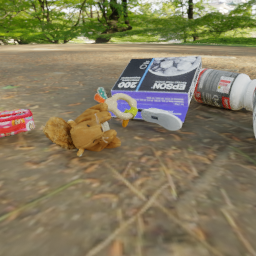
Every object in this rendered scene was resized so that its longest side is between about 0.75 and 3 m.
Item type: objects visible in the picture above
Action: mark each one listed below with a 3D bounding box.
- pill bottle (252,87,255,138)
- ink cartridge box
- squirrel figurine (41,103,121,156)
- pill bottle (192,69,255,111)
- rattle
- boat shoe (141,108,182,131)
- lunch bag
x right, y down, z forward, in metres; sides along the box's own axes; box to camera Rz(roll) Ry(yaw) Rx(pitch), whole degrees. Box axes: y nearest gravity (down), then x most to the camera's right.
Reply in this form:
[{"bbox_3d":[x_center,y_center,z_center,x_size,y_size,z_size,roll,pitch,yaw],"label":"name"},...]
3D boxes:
[{"bbox_3d":[3.938,-0.264,6.715,1.729,1.729,2.984,7,30,19],"label":"pill bottle"},{"bbox_3d":[0.903,-1.452,9.712,2.788,0.611,2.815,5,50,26],"label":"ink cartridge box"},{"bbox_3d":[-1.101,0.167,6.476,1.670,1.182,1.559,-10,9,9],"label":"squirrel figurine"},{"bbox_3d":[3.717,-1.417,10.468,2.338,1.354,1.354,20,28,40],"label":"pill bottle"},{"bbox_3d":[-0.469,-0.584,8.226,1.349,0.878,0.963,9,-14,-21],"label":"rattle"},{"bbox_3d":[1.005,-0.326,7.983,1.340,0.493,0.438,25,37,34],"label":"boat shoe"},{"bbox_3d":[-3.240,-0.089,7.410,1.458,0.597,1.284,-13,17,-22],"label":"lunch bag"}]
